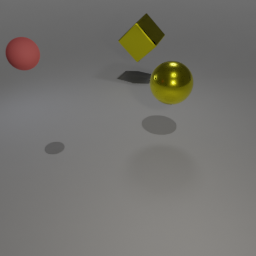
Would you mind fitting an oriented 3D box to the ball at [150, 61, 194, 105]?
[{"bbox_3d":[1.401,-1.452,9.053,1.400,1.400,1.400,0,30,0],"label":"ball"}]

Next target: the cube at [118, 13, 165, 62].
[{"bbox_3d":[0.671,-4.360,13.576,1.400,1.400,1.400,-31,19,44],"label":"cube"}]

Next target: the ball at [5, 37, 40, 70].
[{"bbox_3d":[-2.265,-1.600,6.047,0.700,0.700,0.700,0,30,0],"label":"ball"}]
